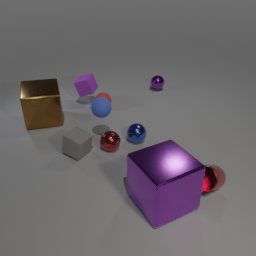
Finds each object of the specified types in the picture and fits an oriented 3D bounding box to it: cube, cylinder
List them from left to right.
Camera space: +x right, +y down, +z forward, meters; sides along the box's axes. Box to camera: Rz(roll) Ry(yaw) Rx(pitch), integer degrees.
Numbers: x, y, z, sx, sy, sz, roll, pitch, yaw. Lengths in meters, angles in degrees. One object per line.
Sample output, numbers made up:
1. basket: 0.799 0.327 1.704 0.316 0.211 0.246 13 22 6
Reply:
1. cube: -3.358 -0.958 10.939 1.400 1.400 1.400 -8 39 -14
2. cube: -1.665 0.497 9.183 0.700 0.700 0.700 26 36 18
3. cube: -1.830 -1.894 12.257 0.700 0.700 0.700 -9 32 21
4. cube: 0.905 1.358 7.123 1.400 1.400 1.400 -16 34 -24
5. cylinder: 2.208 1.356 7.626 0.700 0.700 0.700 24 10 35

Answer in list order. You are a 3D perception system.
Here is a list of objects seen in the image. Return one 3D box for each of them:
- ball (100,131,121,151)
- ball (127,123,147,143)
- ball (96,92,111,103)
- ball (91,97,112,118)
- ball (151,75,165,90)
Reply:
1. ball: -0.600 0.438 9.452 0.700 0.700 0.700 0 30 0
2. ball: 0.304 0.181 9.878 0.700 0.700 0.700 0 30 0
3. ball: -1.077 -1.207 12.274 0.700 0.700 0.700 0 30 0
4. ball: -0.911 -0.698 9.570 0.700 0.700 0.700 0 30 0
5. ball: 1.476 -2.276 13.996 0.700 0.700 0.700 0 30 0
